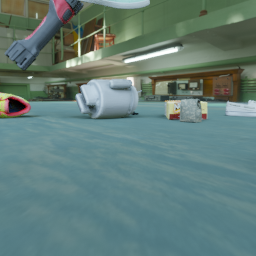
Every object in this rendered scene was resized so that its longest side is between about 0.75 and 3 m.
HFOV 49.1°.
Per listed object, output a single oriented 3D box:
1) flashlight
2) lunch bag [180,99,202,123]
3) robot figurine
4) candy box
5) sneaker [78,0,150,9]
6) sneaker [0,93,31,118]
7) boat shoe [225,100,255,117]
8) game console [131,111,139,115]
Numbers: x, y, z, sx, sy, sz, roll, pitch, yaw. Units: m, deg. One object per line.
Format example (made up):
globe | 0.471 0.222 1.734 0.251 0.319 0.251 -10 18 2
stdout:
flashlight | -2.759 -3.278 9.120 1.010 2.971 1.006 42 -4 -16
lunch bag | 2.058 -0.576 9.173 0.631 0.769 0.452 5 9 43
robot figurine | -0.662 -1.113 10.744 2.578 1.456 2.186 -5 -26 -37
candy box | 2.200 -0.740 11.046 1.377 0.660 2.386 0 6 4
sneaker | -0.389 -4.091 7.786 2.176 1.284 0.801 9 31 -2
sneaker | -5.083 -0.912 10.643 2.920 1.141 1.319 -5 11 -42
boat shoe | 5.208 -0.838 11.830 2.075 0.682 0.747 4 8 34
game console | 0.121 -0.722 13.258 0.677 0.138 1.148 -4 8 -32
